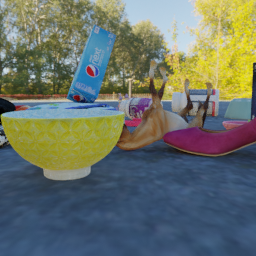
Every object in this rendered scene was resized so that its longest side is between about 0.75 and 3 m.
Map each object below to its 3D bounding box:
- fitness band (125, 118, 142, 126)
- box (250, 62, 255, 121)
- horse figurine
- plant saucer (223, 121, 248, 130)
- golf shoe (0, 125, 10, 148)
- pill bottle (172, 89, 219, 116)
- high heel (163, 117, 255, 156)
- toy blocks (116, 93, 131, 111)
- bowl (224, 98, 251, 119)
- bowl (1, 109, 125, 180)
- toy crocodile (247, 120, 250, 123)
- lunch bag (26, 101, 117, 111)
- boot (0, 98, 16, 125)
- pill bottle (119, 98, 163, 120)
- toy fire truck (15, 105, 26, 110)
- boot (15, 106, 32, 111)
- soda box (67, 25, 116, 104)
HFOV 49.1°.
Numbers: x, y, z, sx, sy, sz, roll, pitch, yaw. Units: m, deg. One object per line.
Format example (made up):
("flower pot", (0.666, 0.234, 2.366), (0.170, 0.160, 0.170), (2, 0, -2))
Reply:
("fitness band", (0.242, -0.214, 10.760), (1.222, 0.229, 0.877), (4, 11, 36))
("box", (3.913, -0.580, 6.304), (1.244, 2.003, 2.019), (-2, 7, -18))
("horse figurine", (1.040, -0.307, 6.449), (2.896, 1.919, 0.723), (10, 2, -40))
("plant saucer", (3.632, -0.040, 8.933), (1.168, 0.296, 1.168), (0, 6, 0))
("golf shoe", (-2.835, 0.230, 6.291), (0.673, 0.554, 1.425), (25, 25, 37))
("pill bottle", (3.652, -1.393, 15.181), (2.403, 1.437, 1.437), (3, 8, 16))
("high heel", (2.104, -0.156, 5.456), (2.851, 1.371, 0.961), (2, 7, 16))
("toy blocks", (-0.031, -1.388, 16.107), (1.338, 1.205, 1.432), (4, 8, 28))
("bowl", (5.733, -0.975, 13.760), (1.866, 0.976, 1.866), (0, 8, 0))
("bowl", (-0.919, 0.225, 4.166), (1.736, 0.934, 1.736), (1, 8, 0))
("toy crocodile", (4.024, -0.093, 8.135), (1.933, 0.597, 0.653), (-4, 8, -28))
("lunch bag", (-1.442, -0.191, 7.664), (1.852, 0.950, 2.304), (7, 11, 28))
("boot", (-4.877, -0.586, 10.340), (2.327, 1.051, 2.840), (16, 1, 33))
("pill bottle", (0.555, -0.854, 12.598), (1.815, 1.019, 1.019), (4, 8, 32))
("toy fire truck", (-4.466, -0.796, 13.809), (2.414, 0.588, 1.703), (-1, 8, -9))
("boot", (-4.078, -0.441, 10.761), (1.897, 0.712, 1.017), (8, 16, 42))
("soda box", (-1.170, -2.009, 9.100), (0.818, 2.549, 0.865), (22, -26, -18))
